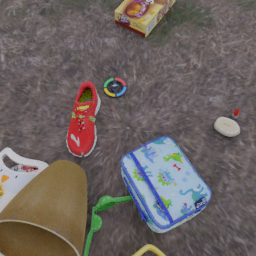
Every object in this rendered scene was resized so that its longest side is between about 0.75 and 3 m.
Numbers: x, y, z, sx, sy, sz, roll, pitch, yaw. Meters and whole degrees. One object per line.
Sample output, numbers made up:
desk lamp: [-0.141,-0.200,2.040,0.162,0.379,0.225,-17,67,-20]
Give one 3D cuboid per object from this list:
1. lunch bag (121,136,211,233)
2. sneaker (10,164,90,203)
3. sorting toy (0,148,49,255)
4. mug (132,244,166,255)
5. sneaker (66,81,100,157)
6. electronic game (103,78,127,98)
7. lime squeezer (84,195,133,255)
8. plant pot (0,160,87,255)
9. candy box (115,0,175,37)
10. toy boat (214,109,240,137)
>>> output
lunch bag: [0.921,1.486,7.533,1.839,0.943,2.287,-22,63,-16]
sneaker: [-2.324,1.557,7.616,2.489,0.831,1.334,-7,65,-1]
sorting toy: [-3.150,1.690,7.026,2.567,1.372,2.311,17,65,18]
mug: [0.007,3.725,6.299,1.595,1.556,1.943,39,38,27]
sneaker: [-1.408,-0.340,8.489,0.944,1.041,2.453,2,62,1]
electronic game: [-0.439,-1.381,9.529,0.814,0.169,0.814,0,62,0]
lime squeezer: [-0.587,2.428,7.339,0.970,0.518,2.748,43,57,3]
plant pot: [-1.663,1.727,6.131,1.869,1.869,2.006,9,39,5]
candy box: [0.734,-4.803,11.024,1.429,0.691,2.449,30,68,14]
toy boat: [3.206,-0.151,8.790,0.793,0.438,0.943,32,75,20]
